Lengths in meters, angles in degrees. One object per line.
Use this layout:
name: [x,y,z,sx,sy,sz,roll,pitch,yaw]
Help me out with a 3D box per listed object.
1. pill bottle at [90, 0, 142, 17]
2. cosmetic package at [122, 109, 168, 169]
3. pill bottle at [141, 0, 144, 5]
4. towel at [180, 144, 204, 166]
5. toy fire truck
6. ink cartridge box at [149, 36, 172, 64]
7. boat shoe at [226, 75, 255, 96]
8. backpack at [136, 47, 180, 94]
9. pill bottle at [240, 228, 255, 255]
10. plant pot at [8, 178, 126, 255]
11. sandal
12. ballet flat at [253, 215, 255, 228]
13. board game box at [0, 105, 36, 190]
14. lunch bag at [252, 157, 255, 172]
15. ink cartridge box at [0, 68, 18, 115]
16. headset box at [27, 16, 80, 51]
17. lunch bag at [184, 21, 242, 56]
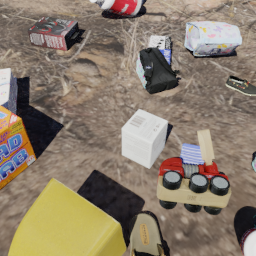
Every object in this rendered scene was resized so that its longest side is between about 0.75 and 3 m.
pill bottle: [-0.706,-7.199,15.486,2.745,1.541,1.541,-2,40,-39]
cosmetic package: [0.535,0.346,9.191,1.115,1.340,1.122,24,51,21]
pill bottle: [-0.481,-8.516,17.373,2.865,1.522,1.522,15,49,14]
towel: [2.169,1.000,9.416,0.812,0.134,1.121,11,48,11]
toy fire truck: [1.954,1.195,8.522,2.006,1.466,2.279,6,35,5]
ink cartridge box: [1.525,-3.663,13.523,1.072,0.504,2.281,5,47,7]
boat shoe: [4.882,-1.793,11.827,1.447,0.453,0.529,27,51,21]
backpack: [1.048,-2.444,11.796,1.592,1.208,1.908,-14,65,-21]
pill bottle: [3.113,2.799,6.466,0.938,1.661,0.938,-6,70,16]
plant pot: [-1.494,2.862,6.506,2.023,2.037,2.083,27,59,23]
sandal: [0.574,3.247,6.911,1.052,0.708,2.620,-8,47,-7]
ballet flat: [4.379,2.641,7.541,1.890,0.690,0.690,-5,47,4]
board game box: [-4.427,0.539,8.564,1.990,1.989,1.989,28,52,24]
lunch bag: [4.889,1.422,8.642,1.423,0.684,1.774,-12,48,-15]
ink cartridge box: [-5.384,-1.341,11.004,1.744,1.010,2.994,-10,48,-9]
headset box: [-3.667,-4.869,14.407,2.270,0.852,1.687,13,48,12]
lunch bag: [3.889,-4.164,13.108,1.977,1.482,2.332,-3,25,-6]
